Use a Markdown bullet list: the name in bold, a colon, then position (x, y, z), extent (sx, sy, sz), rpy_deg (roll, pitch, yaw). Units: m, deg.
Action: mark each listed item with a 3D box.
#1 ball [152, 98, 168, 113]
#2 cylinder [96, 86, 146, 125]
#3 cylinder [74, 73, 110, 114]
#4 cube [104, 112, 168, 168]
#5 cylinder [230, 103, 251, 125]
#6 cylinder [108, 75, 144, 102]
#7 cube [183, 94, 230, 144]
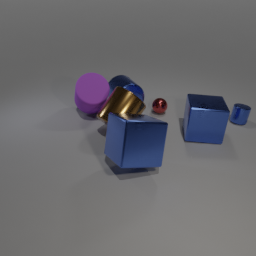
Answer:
- **ball**: position (1.430, -1.006, 12.610), extent (0.700, 0.700, 0.700), rpy_deg (0, 29, 0)
- **cylinder**: position (-0.258, -0.632, 10.716), extent (1.400, 1.400, 1.400), rpy_deg (29, 82, 41)
- **cylinder**: position (-1.575, -1.463, 12.046), extent (1.400, 1.400, 1.400), rpy_deg (-8, -11, -14)
- **cube**: position (0.208, 0.350, 8.714), extent (1.400, 1.400, 1.400), rpy_deg (2, 12, -26)
- **cylinder**: position (4.757, -0.598, 11.863), extent (0.700, 0.700, 0.700), rpy_deg (6, 26, -3)
- **cylinder**: position (-0.143, -1.587, 12.983), extent (1.400, 1.400, 1.400), rpy_deg (-11, 31, -19)
- **cube**: position (2.927, -0.373, 10.743), extent (1.400, 1.400, 1.400), rpy_deg (5, 29, 4)
